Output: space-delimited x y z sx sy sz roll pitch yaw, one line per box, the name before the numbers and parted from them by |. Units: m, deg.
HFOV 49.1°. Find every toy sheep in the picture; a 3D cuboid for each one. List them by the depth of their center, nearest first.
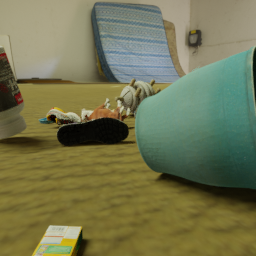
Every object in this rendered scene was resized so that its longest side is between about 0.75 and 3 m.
toy sheep | 0.540 -1.592 14.614 2.810 1.938 1.938 0 10 -32

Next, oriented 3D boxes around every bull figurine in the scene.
bull figurine | -0.975 -0.588 11.953 2.254 0.734 1.368 19 65 37

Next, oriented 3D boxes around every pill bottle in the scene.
pill bottle | -4.311 -1.109 9.061 1.538 2.779 1.538 -11 22 5

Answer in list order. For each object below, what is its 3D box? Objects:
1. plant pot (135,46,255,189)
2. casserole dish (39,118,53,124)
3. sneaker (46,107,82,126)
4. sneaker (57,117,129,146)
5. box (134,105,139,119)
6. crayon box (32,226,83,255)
plant pot | 1.658 0.002 5.939 2.548 2.712 2.712 -11 4 35
casserole dish | -3.664 -0.349 12.828 0.557 0.178 0.919 5 13 20
sneaker | -2.623 -0.304 11.585 1.609 0.626 0.661 16 39 13
sneaker | -1.161 0.051 9.415 2.333 0.884 1.022 -2 7 -8
box | 0.775 -0.794 13.618 0.849 0.365 0.695 -4 -28 -18
crayon box | -0.914 1.575 3.663 0.483 0.198 0.768 1 11 4
